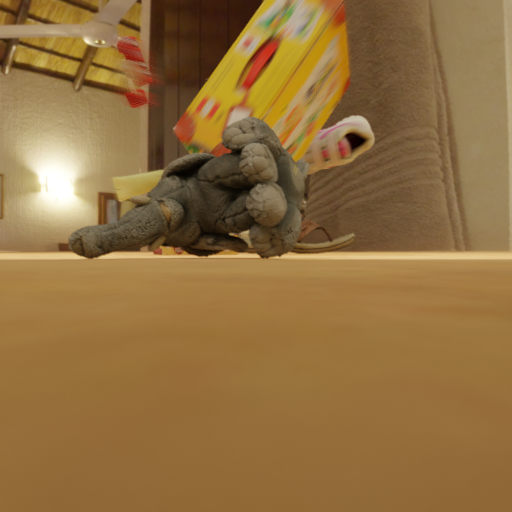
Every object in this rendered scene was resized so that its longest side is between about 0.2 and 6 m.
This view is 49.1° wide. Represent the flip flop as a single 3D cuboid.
[{"bbox_3d":[1.144,-0.542,15.907,3.408,0.981,1.382,0,1,0],"label":"flip flop"}]

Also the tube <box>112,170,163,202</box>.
[{"bbox_3d":[-2.729,-1.839,13.969,1.606,0.466,0.417,-14,-25,2],"label":"tube"}]

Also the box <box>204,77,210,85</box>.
[{"bbox_3d":[-0.515,-3.136,13.635,0.715,2.346,2.911,-28,12,-4],"label":"box"}]

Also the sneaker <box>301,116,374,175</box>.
[{"bbox_3d":[1.799,-2.698,13.913,2.531,1.030,1.117,-27,22,0],"label":"sneaker"}]

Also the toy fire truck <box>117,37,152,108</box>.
[{"bbox_3d":[-1.884,-2.821,8.557,0.246,1.010,0.712,-15,20,16],"label":"toy fire truck"}]

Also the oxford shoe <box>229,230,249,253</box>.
[{"bbox_3d":[-0.823,-0.797,20.601,1.334,1.392,3.770,0,1,-12],"label":"oxford shoe"}]

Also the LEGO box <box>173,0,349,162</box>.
[{"bbox_3d":[0.301,-2.937,10.834,1.362,3.530,2.629,31,-9,19],"label":"LEGO box"}]

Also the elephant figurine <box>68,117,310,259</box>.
[{"bbox_3d":[-0.732,-0.646,7.014,2.445,1.730,1.897,-16,-35,23],"label":"elephant figurine"}]

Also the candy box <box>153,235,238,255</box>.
[{"bbox_3d":[-1.349,-0.246,12.352,1.701,0.480,0.992,-2,2,-22],"label":"candy box"}]

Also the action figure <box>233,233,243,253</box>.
[{"bbox_3d":[-0.708,-0.351,14.260,0.783,0.672,1.317,-12,6,-20],"label":"action figure"}]
